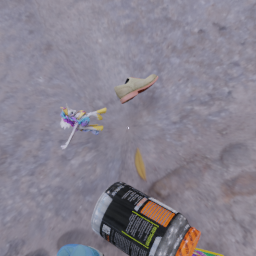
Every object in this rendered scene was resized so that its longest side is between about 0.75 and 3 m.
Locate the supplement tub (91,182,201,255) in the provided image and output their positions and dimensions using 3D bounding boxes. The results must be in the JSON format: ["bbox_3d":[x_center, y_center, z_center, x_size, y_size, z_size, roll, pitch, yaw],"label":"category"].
[{"bbox_3d":[0.267,1.551,4.334,1.520,0.931,0.931,24,76,26],"label":"supplement tub"}]

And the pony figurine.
[{"bbox_3d":[-1.128,-0.109,6.419,1.090,1.053,0.908,5,44,-30],"label":"pony figurine"}]

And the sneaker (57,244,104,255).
[{"bbox_3d":[-0.994,2.297,4.263,1.125,2.501,0.980,37,81,-8],"label":"sneaker"}]

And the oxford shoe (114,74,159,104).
[{"bbox_3d":[0.242,-1.140,7.159,1.395,0.494,0.515,-35,91,-36],"label":"oxford shoe"}]

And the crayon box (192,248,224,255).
[{"bbox_3d":[1.546,2.828,5.308,1.519,1.761,0.513,19,85,-10],"label":"crayon box"}]
